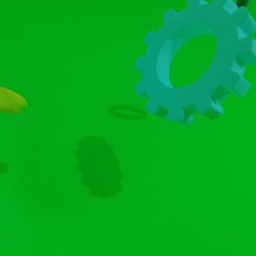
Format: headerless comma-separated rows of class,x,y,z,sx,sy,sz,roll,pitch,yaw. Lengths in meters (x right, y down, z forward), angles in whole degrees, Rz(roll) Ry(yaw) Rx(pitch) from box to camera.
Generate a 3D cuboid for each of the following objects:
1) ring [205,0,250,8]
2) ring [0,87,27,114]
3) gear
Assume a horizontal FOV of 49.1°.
ring,1.714,-2.450,5.075,1.050,1.050,0.210,0,26,0
ring,-2.174,-0.471,4.512,1.063,1.063,0.213,8,76,8
gear,0.889,-0.967,4.008,0.338,1.830,1.830,19,28,-44
